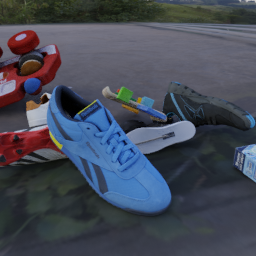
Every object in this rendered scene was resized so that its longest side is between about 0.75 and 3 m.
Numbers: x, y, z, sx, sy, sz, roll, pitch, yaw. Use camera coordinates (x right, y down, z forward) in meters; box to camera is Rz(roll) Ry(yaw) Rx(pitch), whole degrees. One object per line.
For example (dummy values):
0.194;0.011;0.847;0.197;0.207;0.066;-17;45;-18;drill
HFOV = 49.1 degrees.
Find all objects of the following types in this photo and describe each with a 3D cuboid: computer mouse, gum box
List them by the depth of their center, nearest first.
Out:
3.245;0.827;4.961;1.715;0.450;2.018;-9;24;-17;gum box
0.507;-0.149;7.383;1.674;0.285;0.491;-14;27;-30;computer mouse

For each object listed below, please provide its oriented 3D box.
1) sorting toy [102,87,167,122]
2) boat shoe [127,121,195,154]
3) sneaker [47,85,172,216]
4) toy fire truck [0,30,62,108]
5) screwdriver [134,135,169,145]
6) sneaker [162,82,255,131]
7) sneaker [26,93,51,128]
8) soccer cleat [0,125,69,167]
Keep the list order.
0.142;-0.660;6.900;1.565;0.379;2.779;25;0;-10;sorting toy
0.675;0.188;6.367;1.671;0.584;0.554;-17;-2;-9;boat shoe
-0.398;0.298;4.652;2.787;1.093;0.919;39;51;22;sneaker
-3.480;-1.582;8.695;2.957;1.658;2.483;-19;46;-2;toy fire truck
0.076;0.378;5.980;1.654;0.231;0.241;-14;-11;-12;screwdriver
1.918;-0.354;6.992;2.397;0.982;0.878;29;13;38;sneaker
-1.760;-0.575;7.291;0.672;0.781;1.846;-10;5;40;sneaker
-1.792;0.340;5.752;2.318;0.796;0.988;-9;-4;-38;soccer cleat
